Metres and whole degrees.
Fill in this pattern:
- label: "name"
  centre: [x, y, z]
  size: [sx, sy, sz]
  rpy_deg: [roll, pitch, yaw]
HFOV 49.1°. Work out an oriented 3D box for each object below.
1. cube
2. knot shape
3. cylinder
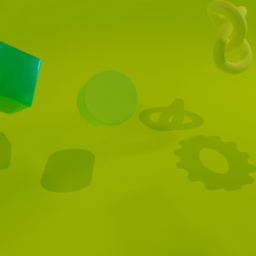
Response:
- label: "cube"
  centre: [-2.770, -1.068, 6.135]
  size: [1.148, 1.148, 1.148]
  rpy_deg: [-10, 68, 46]
- label: "knot shape"
  centre: [2.673, -2.281, 7.273]
  size: [0.890, 1.803, 1.927]
  rpy_deg: [-7, 0, 27]
- label: "cylinder"
  centre: [-0.464, -0.581, 5.831]
  size: [1.078, 1.078, 1.078]
  rpy_deg: [-14, 4, -17]
